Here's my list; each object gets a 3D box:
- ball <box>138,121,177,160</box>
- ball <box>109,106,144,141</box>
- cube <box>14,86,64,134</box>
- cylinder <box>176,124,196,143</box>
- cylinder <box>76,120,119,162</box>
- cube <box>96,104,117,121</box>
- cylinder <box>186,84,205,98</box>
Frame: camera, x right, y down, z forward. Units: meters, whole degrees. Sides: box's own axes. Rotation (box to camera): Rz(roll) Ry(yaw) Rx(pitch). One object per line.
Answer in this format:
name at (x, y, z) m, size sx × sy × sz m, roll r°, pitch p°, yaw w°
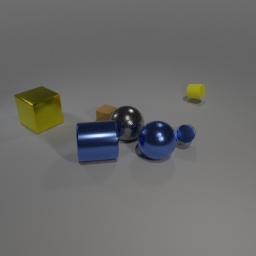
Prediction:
ball at (1.056, 0.430, 10.075) m, size 1.400 × 1.400 × 1.400 m, roll 0°, pitch 31°, yaw 0°
ball at (-0.052, -0.194, 11.171) m, size 1.400 × 1.400 × 1.400 m, roll 0°, pitch 31°, yaw 0°
cube at (-3.849, -0.829, 12.201) m, size 1.400 × 1.400 × 1.400 m, roll 25°, pitch 39°, yaw 35°
cylinder at (2.229, 0.209, 10.702) m, size 0.700 × 0.700 × 0.700 m, roll 9°, pitch 4°, yaw 15°
cylinder at (-1.097, 0.461, 10.047) m, size 1.400 × 1.400 × 1.400 m, roll -4°, pitch 31°, yaw -7°
cube at (-0.925, -0.540, 12.382) m, size 0.700 × 0.700 × 0.700 m, roll 18°, pitch 37°, yaw 27°
cylinder at (3.410, -1.845, 14.071) m, size 0.700 × 0.700 × 0.700 m, roll 7°, pitch 29°, yaw 39°
